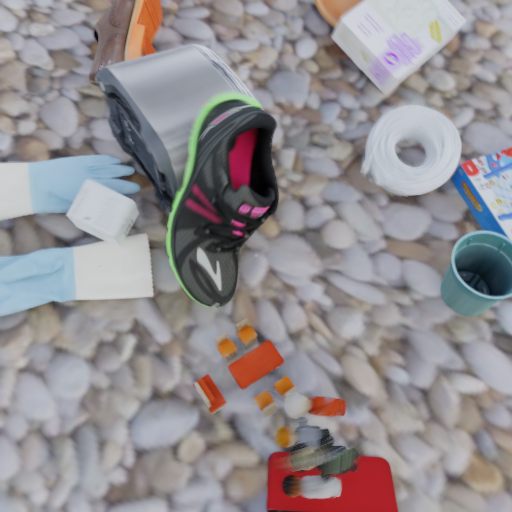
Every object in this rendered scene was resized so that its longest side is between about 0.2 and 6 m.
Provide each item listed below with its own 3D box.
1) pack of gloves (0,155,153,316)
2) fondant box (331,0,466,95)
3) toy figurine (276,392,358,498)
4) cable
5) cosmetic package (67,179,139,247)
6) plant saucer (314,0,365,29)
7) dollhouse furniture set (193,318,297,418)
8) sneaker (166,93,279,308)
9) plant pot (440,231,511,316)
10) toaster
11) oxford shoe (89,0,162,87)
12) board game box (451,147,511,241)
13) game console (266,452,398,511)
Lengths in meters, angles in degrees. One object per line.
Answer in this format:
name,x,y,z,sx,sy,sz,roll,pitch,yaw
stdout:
pack of gloves,-3.075,-0.315,8.585,2.801,0.553,2.353,-7,77,-8
fondant box,2.599,-4.122,10.190,2.019,0.588,1.457,-42,88,-16
toy figurine,0.628,2.218,6.504,0.739,1.046,1.063,6,42,-12
cable,2.497,-1.673,9.020,1.459,0.505,1.459,16,82,6
cosmetic package,-2.217,-0.608,8.167,0.748,0.622,0.626,25,76,2
plant saucer,1.970,-4.973,10.777,1.900,0.356,1.900,3,74,-10
dollhouse furniture set,-0.210,1.587,7.487,1.202,0.626,1.216,-32,67,-15
sneaker,-0.408,-0.615,7.406,1.132,2.949,1.235,-6,23,-37
plant pot,3.121,0.336,7.920,1.019,0.998,1.019,0,62,0
toaster,-1.090,-2.016,8.728,1.855,1.632,2.872,-28,59,-16
oxford shoe,-2.434,-4.408,10.316,1.146,1.121,3.145,-2,63,6
board game box,4.297,-0.914,8.841,1.690,0.482,1.726,-19,65,-9
game console,0.901,3.287,6.891,1.586,0.941,1.367,2,94,2
